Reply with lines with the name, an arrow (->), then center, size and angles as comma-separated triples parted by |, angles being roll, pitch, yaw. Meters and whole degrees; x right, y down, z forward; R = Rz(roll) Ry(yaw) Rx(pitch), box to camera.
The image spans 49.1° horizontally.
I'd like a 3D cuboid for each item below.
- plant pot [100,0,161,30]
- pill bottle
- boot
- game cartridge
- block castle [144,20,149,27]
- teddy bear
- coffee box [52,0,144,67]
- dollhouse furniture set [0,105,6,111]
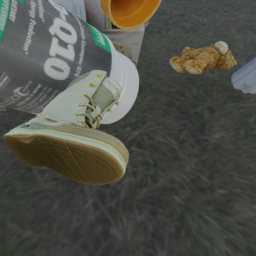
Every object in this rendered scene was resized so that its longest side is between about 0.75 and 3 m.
plant pot -> -0.124, -2.426, 4.737 | 1.111, 1.111, 1.017 | -24, 58, -27
pill bottle -> -1.165, -0.957, 4.129 | 1.580, 1.580, 2.794 | 36, 13, 37
boot -> -0.344, -0.090, 2.429 | 1.362, 0.491, 1.054 | 4, 42, 42
game cartridge -> 3.309, -1.230, 4.962 | 2.640, 1.757, 0.540 | -6, 73, -35
block castle -> 0.277, -3.691, 7.654 | 1.152, 1.724, 0.809 | -19, 60, -41
teddy bear -> 2.166, -1.984, 7.861 | 2.130, 0.711, 1.544 | -12, 22, -15
coffee box -> -0.958, -1.999, 5.924 | 2.400, 1.372, 0.957 | -2, 71, -7
dollhouse furniture set -> -3.193, -0.544, 5.838 | 0.687, 0.531, 1.375 | 5, 14, 4
